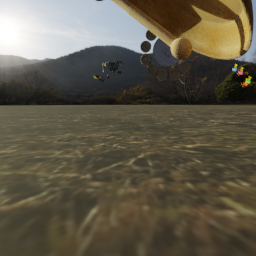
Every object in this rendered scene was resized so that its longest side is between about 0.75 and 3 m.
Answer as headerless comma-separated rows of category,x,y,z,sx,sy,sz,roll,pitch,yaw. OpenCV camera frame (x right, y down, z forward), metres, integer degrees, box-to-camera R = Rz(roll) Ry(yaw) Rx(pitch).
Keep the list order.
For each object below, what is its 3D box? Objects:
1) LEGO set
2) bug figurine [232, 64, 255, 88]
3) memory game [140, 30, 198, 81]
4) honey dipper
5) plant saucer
LEGO set,-0.747,-2.467,11.461,0.987,0.431,1.520,13,48,17
bug figurine,3.795,-1.685,9.237,0.239,0.927,0.719,-40,8,7
memory game,1.526,-2.952,10.693,2.341,2.341,0.149,3,9,26
honey dipper,0.046,-1.982,4.604,2.716,0.516,0.516,45,28,24
plant saucer,0.624,-2.048,3.861,2.806,0.497,2.806,38,3,-2
